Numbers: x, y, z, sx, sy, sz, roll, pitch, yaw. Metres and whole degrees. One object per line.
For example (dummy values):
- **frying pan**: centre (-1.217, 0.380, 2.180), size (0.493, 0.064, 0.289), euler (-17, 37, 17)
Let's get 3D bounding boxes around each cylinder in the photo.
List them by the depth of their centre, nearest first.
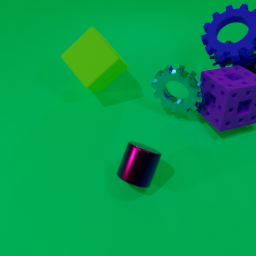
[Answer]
- **cylinder**: centre (0.232, 0.752, 5.847), size (0.751, 0.751, 0.751), euler (20, 5, -2)

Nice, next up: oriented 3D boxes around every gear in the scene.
- **gear**: centre (1.225, -0.940, 6.945), size (1.298, 1.298, 0.240), euler (21, 51, 19)
- **gear**: centre (2.668, -2.435, 7.162), size (1.510, 0.279, 1.510), euler (-9, 68, 25)

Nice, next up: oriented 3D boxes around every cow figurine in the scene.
- **cow figurine**: centre (3.249, -1.937, 8.263), size (1.501, 1.525, 0.837), euler (-19, 50, 13)

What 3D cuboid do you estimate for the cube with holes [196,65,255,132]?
- **cube with holes**: centre (2.532, -0.769, 6.984), size (1.124, 1.124, 1.124), euler (-12, 36, -16)

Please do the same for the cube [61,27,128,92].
- **cube**: centre (-0.873, -1.819, 7.705), size (1.150, 1.150, 1.150), euler (-40, 83, 10)
